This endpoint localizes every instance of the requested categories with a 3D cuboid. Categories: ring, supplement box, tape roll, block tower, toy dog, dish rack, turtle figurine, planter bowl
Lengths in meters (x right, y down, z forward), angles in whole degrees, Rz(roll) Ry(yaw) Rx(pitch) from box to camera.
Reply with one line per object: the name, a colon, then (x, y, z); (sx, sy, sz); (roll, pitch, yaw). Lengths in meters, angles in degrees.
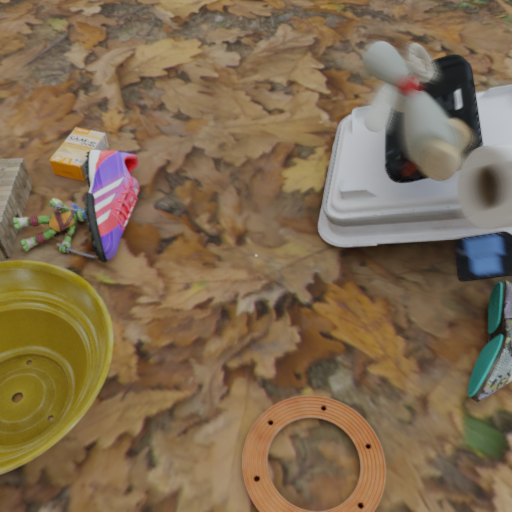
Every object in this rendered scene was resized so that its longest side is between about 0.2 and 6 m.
ring: (0.831, 3.015, 8.129); (2.071, 0.199, 2.071); (-1, 51, 1)
supplement box: (-3.858, -2.243, 12.263); (0.749, 0.437, 1.189); (13, 51, 10)
tape roll: (3.702, -1.024, 8.224); (0.838, 1.221, 1.221); (-7, 50, -20)
block tower: (-5.071, -0.811, 10.899); (0.798, 0.746, 2.762); (-3, 51, -3)
toy dog: (1.970, -1.789, 7.421); (1.273, 0.929, 1.930); (-18, 80, -45)
dish rack: (3.399, -1.942, 10.818); (4.411, 0.960, 3.786); (-3, 48, 22)
turtle figurine: (-3.831, -0.538, 10.554); (1.289, 0.956, 1.329); (-18, 49, -9)
planter bowl: (-3.730, 1.837, 8.279); (3.462, 1.442, 3.462); (0, 50, 0)

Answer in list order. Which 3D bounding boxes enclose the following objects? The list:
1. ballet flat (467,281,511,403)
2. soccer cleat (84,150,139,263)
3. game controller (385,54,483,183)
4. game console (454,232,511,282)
ballet flat: (4.082, 1.425, 9.046); (0.850, 0.850, 2.364); (20, 54, 15)
soccer cleat: (-2.794, -1.093, 11.039); (1.045, 0.974, 2.856); (-5, 49, -11)
game controller: (3.003, -2.439, 9.683); (1.541, 0.622, 2.955); (-5, 50, 20)
game console: (3.703, 0.006, 9.060); (0.899, 0.140, 0.795); (-10, 53, 26)
